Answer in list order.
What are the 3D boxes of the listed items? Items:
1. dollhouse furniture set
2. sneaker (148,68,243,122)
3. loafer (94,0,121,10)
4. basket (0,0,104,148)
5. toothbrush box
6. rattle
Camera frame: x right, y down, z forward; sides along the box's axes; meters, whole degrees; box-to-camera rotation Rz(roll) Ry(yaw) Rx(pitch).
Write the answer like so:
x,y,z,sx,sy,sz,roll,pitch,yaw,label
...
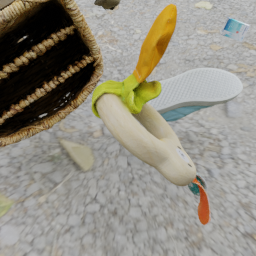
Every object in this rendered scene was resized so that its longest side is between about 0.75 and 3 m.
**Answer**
x,y,z,sx,sy,sz,roll,pitch,yaw,label
-2.563,-3.058,7.014,1.523,2.939,1.301,-15,28,25,dollhouse furniture set
1.269,-0.661,6.291,2.432,0.996,0.899,-9,68,-4,sneaker
-0.545,-3.456,7.539,0.535,0.603,1.586,26,20,-20,loafer
-1.777,-0.842,4.968,2.750,1.962,2.048,-35,19,-5,basket
3.625,-3.350,9.534,0.783,0.573,0.334,19,31,-5,toothbrush box
0.908,-0.093,4.372,1.930,1.759,2.702,-45,81,3,rattle
